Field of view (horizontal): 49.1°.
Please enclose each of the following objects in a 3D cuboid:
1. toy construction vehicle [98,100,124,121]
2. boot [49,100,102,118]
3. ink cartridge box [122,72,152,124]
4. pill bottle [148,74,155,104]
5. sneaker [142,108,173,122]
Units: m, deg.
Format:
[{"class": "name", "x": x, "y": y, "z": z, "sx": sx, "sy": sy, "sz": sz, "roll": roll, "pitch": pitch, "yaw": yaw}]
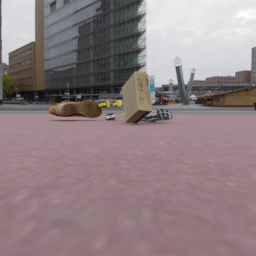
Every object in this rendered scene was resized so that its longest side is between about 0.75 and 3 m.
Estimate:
[{"class": "toy construction vehicle", "x": -0.738, "y": -0.797, "z": 12.617, "sx": 1.074, "sy": 0.935, "sz": 0.378, "roll": -13, "pitch": -17, "yaw": -6}, {"class": "boot", "x": -2.418, "y": -0.835, "z": 12.803, "sx": 2.137, "sy": 0.787, "sz": 1.653, "roll": 4, "pitch": -4, "yaw": -38}, {"class": "ink cartridge box", "x": 0.290, "y": -1.025, "z": 9.761, "sx": 0.543, "sy": 1.447, "sz": 1.192, "roll": 4, "pitch": -21, "yaw": -23}, {"class": "pill bottle", "x": 0.659, "y": -1.379, "z": 10.836, "sx": 0.772, "sy": 1.394, "sz": 0.772, "roll": -2, "pitch": 11, "yaw": 0}, {"class": "sneaker", "x": 1.111, "y": -0.451, "z": 10.862, "sx": 1.250, "sy": 0.484, "sz": 0.498, "roll": -2, "pitch": -22, "yaw": 2}]
